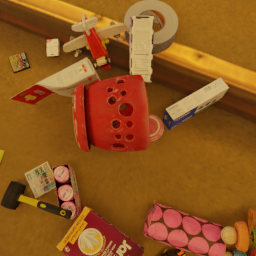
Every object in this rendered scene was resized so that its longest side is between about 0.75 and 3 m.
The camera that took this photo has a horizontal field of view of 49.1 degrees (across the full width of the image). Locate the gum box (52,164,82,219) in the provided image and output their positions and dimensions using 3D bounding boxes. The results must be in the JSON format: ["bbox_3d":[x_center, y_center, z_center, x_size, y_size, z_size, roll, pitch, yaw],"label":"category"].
[{"bbox_3d":[-2.111,2.281,9.822,0.602,1.034,1.822,-13,72,-5],"label":"gum box"}]

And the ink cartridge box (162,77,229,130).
[{"bbox_3d":[2.564,-0.909,10.835,2.526,1.187,0.558,-29,73,-10],"label":"ink cartridge box"}]

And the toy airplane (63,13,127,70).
[{"bbox_3d":[-1.348,-3.593,11.258,2.118,2.109,1.495,20,36,-13],"label":"toy airplane"}]

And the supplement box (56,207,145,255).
[{"bbox_3d":[-0.852,3.919,9.163,2.376,1.226,1.555,33,74,10],"label":"supplement box"}]

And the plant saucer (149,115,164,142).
[{"bbox_3d":[0.827,-0.020,10.874,1.115,0.283,1.115,-3,70,8],"label":"plant saucer"}]

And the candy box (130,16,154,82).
[{"bbox_3d":[0.477,-3.046,10.666,0.818,1.917,2.285,0,112,-1],"label":"candy box"}]

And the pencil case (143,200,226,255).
[{"bbox_3d":[1.911,3.418,9.434,2.645,1.200,1.239,19,44,4],"label":"pencil case"}]

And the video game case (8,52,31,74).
[{"bbox_3d":[-4.674,-2.816,12.061,0.740,0.104,0.819,-22,73,-7],"label":"video game case"}]

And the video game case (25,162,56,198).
[{"bbox_3d":[-3.208,1.922,10.433,0.944,0.123,1.037,-29,73,-10],"label":"video game case"}]

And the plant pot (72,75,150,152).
[{"bbox_3d":[-0.588,-0.460,9.513,2.371,2.603,2.603,-3,71,-3],"label":"plant pot"}]

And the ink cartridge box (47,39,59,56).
[{"bbox_3d":[-3.254,-3.419,12.169,0.497,0.288,0.853,-4,70,-2],"label":"ink cartridge box"}]

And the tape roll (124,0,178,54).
[{"bbox_3d":[0.987,-4.429,12.260,2.324,0.768,2.324,0,72,0],"label":"tape roll"}]

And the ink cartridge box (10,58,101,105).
[{"bbox_3d":[-2.440,-1.378,10.216,2.899,2.352,0.727,-30,90,0],"label":"ink cartridge box"}]

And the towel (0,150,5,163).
[{"bbox_3d":[-5.134,1.397,10.633,0.532,0.112,1.236,13,71,-1],"label":"towel"}]

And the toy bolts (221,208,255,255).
[{"bbox_3d":[3.702,3.748,9.285,1.385,1.908,1.997,0,105,10],"label":"toy bolts"}]

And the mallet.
[{"bbox_3d":[-3.058,2.416,9.519,2.946,0.606,0.970,1,66,26],"label":"mallet"}]

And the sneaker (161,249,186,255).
[{"bbox_3d":[1.192,4.468,9.383,1.567,0.548,0.705,-8,64,-7],"label":"sneaker"}]
